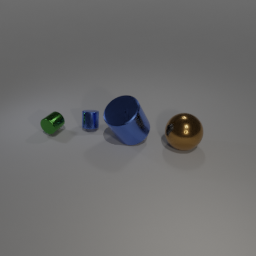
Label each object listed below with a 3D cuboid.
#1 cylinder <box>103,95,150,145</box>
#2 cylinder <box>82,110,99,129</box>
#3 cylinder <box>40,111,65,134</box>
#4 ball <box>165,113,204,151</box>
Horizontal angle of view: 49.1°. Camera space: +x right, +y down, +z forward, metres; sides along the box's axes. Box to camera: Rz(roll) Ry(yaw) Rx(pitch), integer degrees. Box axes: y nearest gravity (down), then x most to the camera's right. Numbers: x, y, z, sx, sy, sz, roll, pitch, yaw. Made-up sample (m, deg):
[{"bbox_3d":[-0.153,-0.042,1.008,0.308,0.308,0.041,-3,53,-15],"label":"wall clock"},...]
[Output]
[{"bbox_3d":[-0.018,-0.274,10.548,1.400,1.400,1.400,-12,54,17],"label":"cylinder"},{"bbox_3d":[-1.560,-0.364,11.625,0.700,0.700,0.700,3,12,-1],"label":"cylinder"},{"bbox_3d":[-3.036,-0.212,11.292,0.700,0.700,0.700,14,35,21],"label":"cylinder"},{"bbox_3d":[2.065,0.139,10.340,1.400,1.400,1.400,0,32,0],"label":"ball"}]
